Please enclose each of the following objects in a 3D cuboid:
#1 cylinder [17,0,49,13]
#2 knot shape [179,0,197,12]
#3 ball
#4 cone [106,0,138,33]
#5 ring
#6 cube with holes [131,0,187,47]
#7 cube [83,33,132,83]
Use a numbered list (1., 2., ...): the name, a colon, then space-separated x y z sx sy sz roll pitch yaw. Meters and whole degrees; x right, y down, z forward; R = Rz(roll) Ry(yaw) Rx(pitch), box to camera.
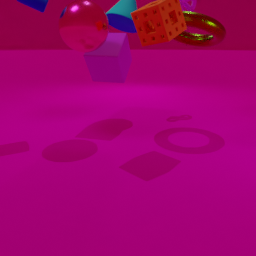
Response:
1. cylinder: -2.653 -3.804 7.935 0.769 0.769 0.769 17 9 -27
2. knot shape: 2.158 -4.524 10.739 1.155 1.081 0.534 2 -1 -27
3. ball: -1.201 -2.776 7.677 1.372 1.372 1.372 0 17 0
4. cone: -0.007 -4.302 9.877 1.344 1.349 1.344 18 -3 1
5. ring: 1.941 -2.932 8.431 1.974 0.395 1.974 15 1 0
6. cube with holes: 0.766 -2.619 6.862 0.849 0.849 0.849 5 37 45
7. cube: -0.604 -2.254 9.019 1.128 1.128 1.128 6 57 15
